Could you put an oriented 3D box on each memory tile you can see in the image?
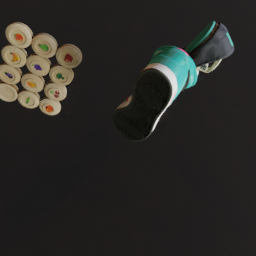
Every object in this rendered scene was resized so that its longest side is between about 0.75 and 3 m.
[{"bbox_3d":[-2.242,-1.295,6.797,1.741,2.271,0.191,22,42,-15],"label":"memory tile"}]

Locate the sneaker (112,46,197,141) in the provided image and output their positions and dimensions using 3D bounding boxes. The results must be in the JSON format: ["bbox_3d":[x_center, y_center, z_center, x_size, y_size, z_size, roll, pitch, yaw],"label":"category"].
[{"bbox_3d":[0.584,-0.800,6.030,1.089,2.605,1.573,42,59,2],"label":"sneaker"}]

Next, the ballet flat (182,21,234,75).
[{"bbox_3d":[1.457,-1.516,6.575,0.934,2.558,0.934,5,78,-24],"label":"ballet flat"}]
